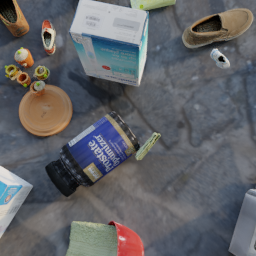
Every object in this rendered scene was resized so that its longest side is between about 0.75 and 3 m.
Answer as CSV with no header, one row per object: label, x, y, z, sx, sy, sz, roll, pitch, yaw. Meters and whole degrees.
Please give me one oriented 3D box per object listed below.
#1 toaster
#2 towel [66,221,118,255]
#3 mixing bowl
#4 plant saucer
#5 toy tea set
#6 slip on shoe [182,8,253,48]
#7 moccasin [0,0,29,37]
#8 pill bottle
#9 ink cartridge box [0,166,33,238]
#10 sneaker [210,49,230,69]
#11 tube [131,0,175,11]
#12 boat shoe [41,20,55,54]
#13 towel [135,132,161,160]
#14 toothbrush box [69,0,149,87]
toaster,4.732,3.222,8.661,2.331,1.529,2.577,20,84,3
towel,-1.013,3.820,8.929,2.079,0.379,1.542,3,77,22
mixing bowl,-0.133,3.878,8.623,1.018,1.880,1.880,11,78,-15
plant saucer,-3.019,-0.667,10.220,1.940,0.313,1.940,0,78,1
toy tea set,-3.627,-2.066,10.119,2.046,0.757,1.217,35,78,19
slip on shoe,3.479,-3.914,10.612,2.890,0.876,1.099,-17,79,-4
moccasin,-4.874,-4.830,10.686,1.053,1.111,2.878,-28,79,-6
pill bottle,-1.170,0.889,9.219,2.889,1.616,1.616,-37,80,-7
ink cartridge box,-4.851,2.511,8.633,2.040,2.077,2.821,29,80,6
sneaker,2.622,-1.848,7.801,0.318,0.849,0.368,-50,42,19
tube,0.987,-4.987,11.097,1.735,0.450,0.503,-8,40,3
boat shoe,-3.081,-3.561,10.763,0.512,0.450,1.438,-8,77,0
towel,0.590,0.548,8.515,0.247,1.354,1.005,40,90,6
toothbrush box,-0.499,-2.658,9.283,2.112,2.885,1.230,14,77,4
